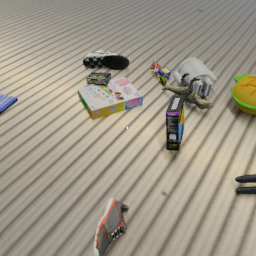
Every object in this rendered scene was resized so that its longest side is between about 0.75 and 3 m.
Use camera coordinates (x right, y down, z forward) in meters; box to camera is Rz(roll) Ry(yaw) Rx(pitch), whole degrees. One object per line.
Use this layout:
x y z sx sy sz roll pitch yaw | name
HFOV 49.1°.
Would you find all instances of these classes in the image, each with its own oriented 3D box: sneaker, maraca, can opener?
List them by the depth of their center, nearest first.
-0.408 2.705 7.585 0.738 0.695 1.803 15 44 7 | sneaker
4.614 1.725 8.749 2.579 1.014 0.818 -9 81 -5 | can opener
5.354 -1.591 11.796 1.912 1.492 2.788 6 40 13 | maraca
-1.076 -3.663 14.597 2.396 0.888 1.060 6 44 6 | sneaker

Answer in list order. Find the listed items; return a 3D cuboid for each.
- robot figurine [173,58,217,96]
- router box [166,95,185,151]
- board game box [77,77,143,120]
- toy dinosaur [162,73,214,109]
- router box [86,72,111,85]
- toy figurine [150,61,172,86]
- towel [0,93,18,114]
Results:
3.049 -2.340 12.806 1.924 1.281 2.269 -1 42 -12 | robot figurine
1.700 -0.232 9.956 0.480 1.403 1.881 2 25 16 | router box
-0.792 -1.368 12.307 2.371 0.478 1.814 -18 44 -19 | board game box
2.518 -1.688 11.912 0.617 1.147 2.602 -9 32 -45 | toy dinosaur
-1.314 -2.247 12.693 0.964 0.299 0.722 4 33 14 | router box
1.831 -2.770 13.719 0.909 0.801 1.518 -11 43 -20 | toy figurine
-6.011 -1.174 12.284 1.924 0.229 1.393 16 43 18 | towel
